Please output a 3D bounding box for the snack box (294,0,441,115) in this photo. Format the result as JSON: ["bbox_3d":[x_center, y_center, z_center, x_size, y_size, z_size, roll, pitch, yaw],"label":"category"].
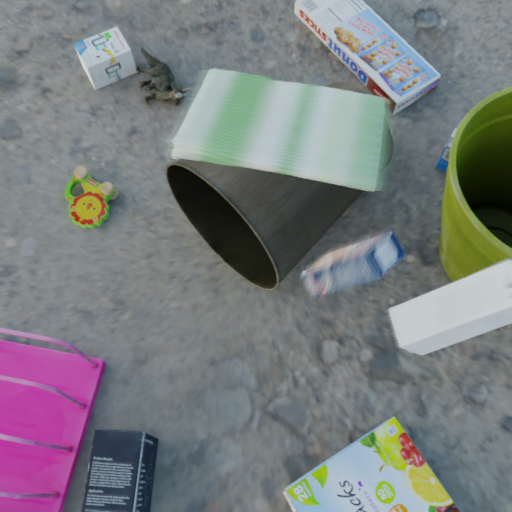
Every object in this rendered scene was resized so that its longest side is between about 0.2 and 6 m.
[{"bbox_3d":[2.349,-4.616,12.141,1.239,0.419,3.447,-33,71,-13],"label":"snack box"}]

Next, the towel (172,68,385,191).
[{"bbox_3d":[0.327,-1.537,6.669,2.315,0.271,1.766,11,49,7],"label":"towel"}]

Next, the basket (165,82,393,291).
[{"bbox_3d":[0.619,-1.419,9.882,3.338,2.270,3.010,-37,54,-18],"label":"basket"}]

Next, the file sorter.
[{"bbox_3d":[-3.884,2.651,8.342,2.073,1.871,2.984,10,68,5],"label":"file sorter"}]

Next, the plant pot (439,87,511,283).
[{"bbox_3d":[4.305,-0.574,9.051,3.085,2.971,3.085,-1,66,2],"label":"plant pot"}]

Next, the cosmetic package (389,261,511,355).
[{"bbox_3d":[2.187,0.585,5.959,1.350,0.686,0.500,-25,61,26],"label":"cosmetic package"}]

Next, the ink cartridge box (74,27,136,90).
[{"bbox_3d":[-3.151,-4.150,11.783,0.988,0.721,0.725,-27,71,-11],"label":"ink cartridge box"}]

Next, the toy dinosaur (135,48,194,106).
[{"bbox_3d":[-1.999,-3.653,11.736,0.871,0.656,1.704,-16,61,-21],"label":"toy dinosaur"}]

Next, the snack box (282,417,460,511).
[{"bbox_3d":[1.897,4.040,8.322,2.069,0.830,2.454,-28,69,-12],"label":"snack box"}]

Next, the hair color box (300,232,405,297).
[{"bbox_3d":[1.151,0.118,6.842,0.596,1.191,0.360,-33,95,-37],"label":"hair color box"}]

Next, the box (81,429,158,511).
[{"bbox_3d":[-1.998,3.302,8.394,0.786,1.268,1.246,5,68,2],"label":"box"}]

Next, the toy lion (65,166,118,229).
[{"bbox_3d":[-3.241,-1.066,10.756,1.047,0.360,1.004,31,79,12],"label":"toy lion"}]

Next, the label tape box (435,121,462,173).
[{"bbox_3d":[3.947,-2.241,10.988,0.326,0.743,1.031,29,70,13],"label":"label tape box"}]

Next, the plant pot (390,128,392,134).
[{"bbox_3d":[2.261,-2.235,11.036,0.705,0.649,0.705,0,68,1],"label":"plant pot"}]
